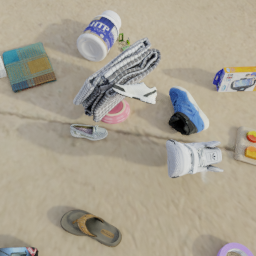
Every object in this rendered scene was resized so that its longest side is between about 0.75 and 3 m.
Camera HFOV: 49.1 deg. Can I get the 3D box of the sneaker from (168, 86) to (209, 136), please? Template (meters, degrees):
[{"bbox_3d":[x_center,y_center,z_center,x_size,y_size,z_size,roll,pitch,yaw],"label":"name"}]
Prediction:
[{"bbox_3d":[1.969,-0.665,10.790,1.248,0.861,2.244,-20,63,-24],"label":"sneaker"}]

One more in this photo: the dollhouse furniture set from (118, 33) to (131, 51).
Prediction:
[{"bbox_3d":[-0.130,-4.124,13.556,0.524,0.405,1.049,-19,57,-12],"label":"dollhouse furniture set"}]

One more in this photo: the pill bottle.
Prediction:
[{"bbox_3d":[-1.250,-4.388,13.118,1.441,1.441,2.408,17,55,12],"label":"pill bottle"}]

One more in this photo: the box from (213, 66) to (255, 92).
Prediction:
[{"bbox_3d":[4.541,-2.005,11.585,1.920,1.143,0.398,-4,55,-2],"label":"box"}]

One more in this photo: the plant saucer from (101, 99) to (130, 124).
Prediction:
[{"bbox_3d":[-0.608,-0.792,11.205,1.378,0.349,1.378,0,55,0],"label":"plant saucer"}]

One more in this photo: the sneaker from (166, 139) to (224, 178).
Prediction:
[{"bbox_3d":[2.013,0.849,8.362,1.672,2.910,1.093,-5,85,9],"label":"sneaker"}]

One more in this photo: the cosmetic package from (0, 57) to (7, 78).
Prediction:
[{"bbox_3d":[-6.033,-2.817,12.283,0.952,0.946,1.137,-22,56,-15],"label":"cosmetic package"}]

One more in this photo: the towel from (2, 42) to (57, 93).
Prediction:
[{"bbox_3d":[-4.503,-2.792,12.699,1.964,0.291,2.678,-20,58,-14],"label":"towel"}]

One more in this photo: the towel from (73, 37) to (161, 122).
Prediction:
[{"bbox_3d":[-0.374,-1.642,10.071,2.940,2.435,1.258,-43,95,-26],"label":"towel"}]

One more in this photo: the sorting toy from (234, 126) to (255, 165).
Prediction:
[{"bbox_3d":[4.806,0.695,10.163,1.671,0.305,1.547,14,56,10],"label":"sorting toy"}]

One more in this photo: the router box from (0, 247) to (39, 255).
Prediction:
[{"bbox_3d":[-3.187,4.099,7.606,1.186,0.492,1.582,-2,54,-1],"label":"router box"}]

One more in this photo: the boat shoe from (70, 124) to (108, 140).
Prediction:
[{"bbox_3d":[-1.453,0.112,10.465,1.394,0.447,0.514,8,55,-3],"label":"boat shoe"}]

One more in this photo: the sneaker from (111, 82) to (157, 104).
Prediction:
[{"bbox_3d":[0.194,-1.130,8.307,1.391,0.513,0.556,15,96,-5],"label":"sneaker"}]

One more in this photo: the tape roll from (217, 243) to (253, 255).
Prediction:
[{"bbox_3d":[3.053,3.812,7.915,1.016,0.333,1.016,0,55,1],"label":"tape roll"}]

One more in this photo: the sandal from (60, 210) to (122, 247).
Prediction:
[{"bbox_3d":[-1.107,2.969,8.392,1.937,0.529,0.791,21,57,14],"label":"sandal"}]
